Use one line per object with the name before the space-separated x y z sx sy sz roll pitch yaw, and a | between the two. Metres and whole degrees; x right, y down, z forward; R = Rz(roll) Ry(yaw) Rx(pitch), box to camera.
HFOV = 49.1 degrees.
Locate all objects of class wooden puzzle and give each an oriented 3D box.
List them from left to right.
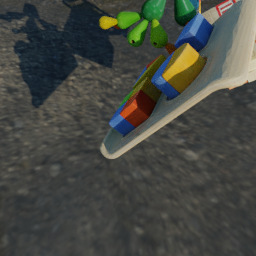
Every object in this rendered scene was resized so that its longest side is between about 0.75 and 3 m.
wooden puzzle | 0.701 -0.919 4.703 0.640 2.764 2.560 43 47 -14

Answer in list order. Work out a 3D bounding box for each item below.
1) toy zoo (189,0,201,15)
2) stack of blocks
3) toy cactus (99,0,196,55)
toy zoo | 1.940 -3.617 8.059 0.217 2.116 1.388 1 33 18
stack of blocks | 2.885 -2.034 5.300 2.652 0.777 1.527 -24 63 25
toy cactus | 0.651 -2.490 5.465 2.523 2.081 1.290 29 10 -6
